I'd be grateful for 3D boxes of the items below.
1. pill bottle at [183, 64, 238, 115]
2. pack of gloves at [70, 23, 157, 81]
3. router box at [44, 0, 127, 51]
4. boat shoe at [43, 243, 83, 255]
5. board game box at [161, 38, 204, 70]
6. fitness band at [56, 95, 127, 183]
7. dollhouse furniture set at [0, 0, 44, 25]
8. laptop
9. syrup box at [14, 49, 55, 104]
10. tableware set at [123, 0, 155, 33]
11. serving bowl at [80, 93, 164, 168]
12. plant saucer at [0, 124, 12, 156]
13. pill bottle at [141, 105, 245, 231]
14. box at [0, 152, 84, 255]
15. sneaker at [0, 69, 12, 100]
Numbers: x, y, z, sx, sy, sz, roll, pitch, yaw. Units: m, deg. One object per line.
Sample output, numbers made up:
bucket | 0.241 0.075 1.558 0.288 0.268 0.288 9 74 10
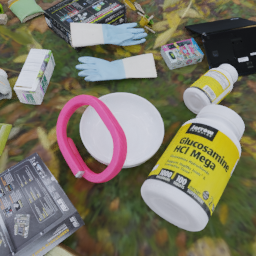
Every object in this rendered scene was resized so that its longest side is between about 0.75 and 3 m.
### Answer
pill bottle | 2.289 -1.090 7.612 1.519 0.846 0.846 -39 66 -22
pack of gloves | -0.477 -2.272 8.549 2.385 0.471 2.004 -5 70 -12
router box | -1.386 -3.718 9.341 2.210 0.687 1.656 -39 65 -21
boat shoe | -0.536 3.063 5.025 2.681 0.982 0.840 22 67 26
board game box | 1.661 -2.296 8.667 1.073 0.345 0.791 -16 60 -11
fitness band | -0.894 0.220 6.464 1.562 0.407 2.176 -47 61 21
dollhouse furniture set | -4.121 -4.095 9.475 2.254 0.870 1.127 -34 64 -19
laptop | 3.188 -2.630 9.005 2.055 1.197 2.318 -12 84 -7
syrup box | -2.626 -1.481 7.987 0.637 0.615 1.563 5 58 3
tableware set | 0.356 -3.966 9.347 1.148 0.262 1.704 13 47 -44
serving bowl | -0.150 0.113 6.925 2.004 0.659 2.004 2 61 -3
plant saucer | -3.596 0.226 7.150 0.959 0.230 0.960 4 59 3
pill bottle | 1.519 0.743 6.094 1.452 1.452 2.582 29 62 17
box | -2.139 1.637 5.706 1.699 0.518 2.145 -34 44 -19
sneaker | -4.206 -0.818 7.496 2.181 0.826 1.003 -29 66 -15
